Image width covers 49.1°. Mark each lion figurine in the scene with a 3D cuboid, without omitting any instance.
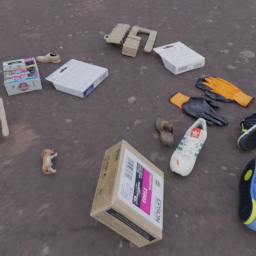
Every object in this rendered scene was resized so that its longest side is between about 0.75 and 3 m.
[{"bbox_3d":[-2.381,1.011,8.299,0.599,0.354,0.978,-23,45,25],"label":"lion figurine"}]

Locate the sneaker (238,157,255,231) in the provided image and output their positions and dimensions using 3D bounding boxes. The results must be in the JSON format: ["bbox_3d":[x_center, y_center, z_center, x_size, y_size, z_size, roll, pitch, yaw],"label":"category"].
[{"bbox_3d":[3.471,1.745,7.367,0.866,0.728,2.209,25,45,2],"label":"sneaker"}]

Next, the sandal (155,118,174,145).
[{"bbox_3d":[1.233,0.034,9.191,0.573,0.383,1.402,11,31,-6],"label":"sandal"}]

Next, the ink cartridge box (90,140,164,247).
[{"bbox_3d":[0.085,1.530,6.760,1.632,0.744,1.981,40,34,-24],"label":"ink cartridge box"}]

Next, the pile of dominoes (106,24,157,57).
[{"bbox_3d":[0.214,-4.409,13.996,2.175,0.444,2.790,16,39,2],"label":"pile of dominoes"}]

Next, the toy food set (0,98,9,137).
[{"bbox_3d":[-5.063,0.215,8.925,2.607,0.852,1.534,-21,72,-18],"label":"toy food set"}]

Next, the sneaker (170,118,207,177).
[{"bbox_3d":[1.847,0.491,8.411,0.722,0.958,2.050,22,47,21],"label":"sneaker"}]

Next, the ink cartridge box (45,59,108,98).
[{"bbox_3d":[-2.087,-2.087,11.543,1.874,0.381,1.871,21,47,21],"label":"ink cartridge box"}]

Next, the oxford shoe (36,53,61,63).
[{"bbox_3d":[-3.624,-3.221,12.722,1.104,0.408,0.391,1,44,1],"label":"oxford shoe"}]

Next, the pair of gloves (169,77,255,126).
[{"bbox_3d":[3.169,-1.103,10.561,2.668,0.330,2.377,-34,53,-30],"label":"pair of gloves"}]

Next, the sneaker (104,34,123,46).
[{"bbox_3d":[-0.769,-4.355,13.895,0.556,0.415,1.239,-14,39,-22],"label":"sneaker"}]

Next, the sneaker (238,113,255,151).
[{"bbox_3d":[4.037,0.079,9.232,1.974,0.708,0.818,-33,28,-30],"label":"sneaker"}]

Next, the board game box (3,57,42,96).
[{"bbox_3d":[-4.343,-2.158,11.498,1.314,0.572,1.781,-15,46,-14],"label":"board game box"}]

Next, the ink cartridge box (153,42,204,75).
[{"bbox_3d":[2.250,-3.210,12.728,1.566,0.487,1.946,-20,43,-19],"label":"ink cartridge box"}]
